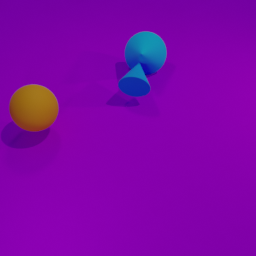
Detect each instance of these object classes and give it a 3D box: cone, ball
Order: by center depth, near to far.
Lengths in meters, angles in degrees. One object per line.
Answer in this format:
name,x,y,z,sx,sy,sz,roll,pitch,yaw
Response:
ball,-2.530,-0.537,7.570,1.266,1.266,1.266,0,48,0
cone,0.275,-1.680,8.827,1.002,1.002,1.006,8,62,7
cone,0.519,-2.442,9.226,1.486,1.486,1.491,7,16,6
